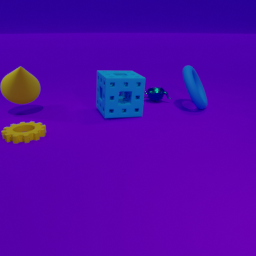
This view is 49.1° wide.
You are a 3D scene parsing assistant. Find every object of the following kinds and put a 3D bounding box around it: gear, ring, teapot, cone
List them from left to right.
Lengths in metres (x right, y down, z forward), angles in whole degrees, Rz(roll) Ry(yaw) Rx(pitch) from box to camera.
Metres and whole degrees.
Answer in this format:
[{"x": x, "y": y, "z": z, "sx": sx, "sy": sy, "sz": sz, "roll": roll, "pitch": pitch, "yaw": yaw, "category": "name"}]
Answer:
[{"x": -3.588, "y": -1.679, "z": 9.372, "sx": 1.325, "sy": 1.325, "sz": 1.330, "roll": -10, "pitch": -18, "yaw": -24, "category": "cone"}, {"x": -3.047, "y": 0.115, "z": 8.246, "sx": 1.194, "sy": 0.221, "sz": 1.194, "roll": 0, "pitch": 21, "yaw": 0, "category": "gear"}, {"x": 1.183, "y": -1.375, "z": 11.611, "sx": 1.233, "sy": 0.604, "sz": 0.767, "roll": 2, "pitch": 15, "yaw": 18, "category": "teapot"}, {"x": 2.553, "y": -1.542, "z": 10.654, "sx": 0.352, "sy": 1.758, "sz": 1.758, "roll": -22, "pitch": 11, "yaw": 25, "category": "ring"}]

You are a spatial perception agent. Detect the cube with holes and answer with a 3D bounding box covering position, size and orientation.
[{"x": -0.309, "y": -1.242, "z": 10.004, "sx": 1.363, "sy": 1.363, "sz": 1.363, "roll": -3, "pitch": 22, "yaw": -18, "category": "cube with holes"}]
